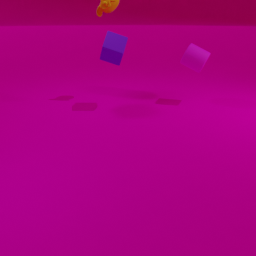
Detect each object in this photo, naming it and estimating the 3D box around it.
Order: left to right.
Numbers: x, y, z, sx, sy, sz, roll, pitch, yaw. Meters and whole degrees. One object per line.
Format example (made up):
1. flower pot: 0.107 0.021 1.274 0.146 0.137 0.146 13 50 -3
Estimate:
1. monkey head: -0.778 -4.608 9.979 0.908 1.262 0.761 41 10 -12
2. cube: -0.489 -2.706 9.547 0.727 0.727 0.727 17 -23 -7
3. cylinder: 2.466 -2.560 10.270 0.805 0.805 0.805 31 29 8
